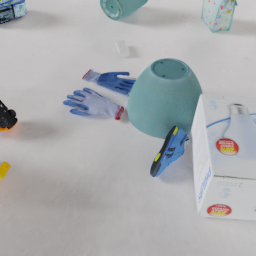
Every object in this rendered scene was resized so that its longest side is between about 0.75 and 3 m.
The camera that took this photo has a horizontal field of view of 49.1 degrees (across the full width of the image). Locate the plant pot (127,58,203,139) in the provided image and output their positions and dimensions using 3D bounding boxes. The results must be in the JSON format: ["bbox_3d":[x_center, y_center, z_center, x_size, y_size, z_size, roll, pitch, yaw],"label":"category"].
[{"bbox_3d":[1.033,-0.975,7.446,2.142,1.443,2.142,0,45,0],"label":"plant pot"}]

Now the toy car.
[{"bbox_3d":[-3.422,0.151,6.550,0.886,1.306,2.662,-32,38,13],"label":"toy car"}]

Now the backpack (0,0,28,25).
[{"bbox_3d":[-5.256,-5.313,11.924,1.555,1.249,1.700,37,52,27],"label":"backpack"}]

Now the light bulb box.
[{"bbox_3d":[2.593,0.577,5.887,2.267,1.428,2.288,3,45,3],"label":"light bulb box"}]

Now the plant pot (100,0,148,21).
[{"bbox_3d":[-0.274,-5.587,11.968,1.780,1.780,1.673,28,66,25],"label":"plant pot"}]

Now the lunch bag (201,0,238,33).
[{"bbox_3d":[3.644,-4.898,11.232,0.990,1.624,1.383,-8,45,-8],"label":"lunch bag"}]

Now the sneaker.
[{"bbox_3d":[1.023,0.613,6.532,0.575,0.483,1.465,38,58,-6],"label":"sneaker"}]

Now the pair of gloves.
[{"bbox_3d":[-0.728,-1.071,8.388,1.861,0.264,2.315,18,49,15],"label":"pair of gloves"}]

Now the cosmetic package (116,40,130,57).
[{"bbox_3d":[-0.202,-2.902,10.231,0.352,0.216,0.852,-9,46,-9],"label":"cosmetic package"}]
